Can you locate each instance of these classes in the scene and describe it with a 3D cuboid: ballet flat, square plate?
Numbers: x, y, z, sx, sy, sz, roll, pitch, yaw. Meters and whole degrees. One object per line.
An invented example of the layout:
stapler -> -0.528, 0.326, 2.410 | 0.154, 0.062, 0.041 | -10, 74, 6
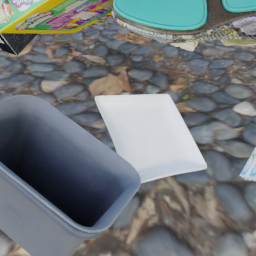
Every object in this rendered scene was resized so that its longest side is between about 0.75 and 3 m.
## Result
ballet flat -> 1.185, -1.519, 4.002 | 2.802, 1.008, 1.008 | 1, 42, 14
square plate -> 0.313, 0.099, 4.000 | 1.362, 0.196, 1.375 | -6, 59, -31

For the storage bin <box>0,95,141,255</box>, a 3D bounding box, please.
storage bin -> -0.886, 0.599, 3.047 | 1.693, 1.137, 1.232 | 36, 32, 10

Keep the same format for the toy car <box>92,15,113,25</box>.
toy car -> -0.715, -4.058, 7.670 | 2.454, 2.357, 2.987 | -23, 27, -19

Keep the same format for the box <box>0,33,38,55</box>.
box -> -3.218, -2.873, 7.731 | 0.730, 1.178, 1.158 | 22, 66, 28

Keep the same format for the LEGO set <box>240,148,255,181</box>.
LEGO set -> 1.790, -0.354, 3.143 | 0.498, 1.515, 2.027 | 30, 90, 15

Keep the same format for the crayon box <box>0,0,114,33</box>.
crayon box -> -1.218, -2.848, 6.087 | 2.702, 0.788, 2.331 | -9, 9, 37
